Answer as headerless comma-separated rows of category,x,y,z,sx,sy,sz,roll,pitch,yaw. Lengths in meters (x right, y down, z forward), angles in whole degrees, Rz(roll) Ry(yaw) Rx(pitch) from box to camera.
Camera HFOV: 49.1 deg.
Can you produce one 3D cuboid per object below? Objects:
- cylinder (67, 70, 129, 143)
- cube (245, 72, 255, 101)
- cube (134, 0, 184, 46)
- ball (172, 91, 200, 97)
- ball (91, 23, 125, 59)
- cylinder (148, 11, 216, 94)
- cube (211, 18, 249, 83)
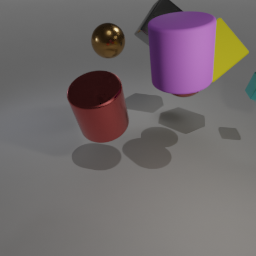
cylinder,-0.751,-0.555,7.451,1.400,1.400,1.400,-5,50,6
cube,4.272,-1.260,8.886,0.700,0.700,0.700,15,32,-3
cube,1.269,-3.670,10.267,1.400,1.400,1.400,33,6,-13
ball,1.611,-1.584,8.043,1.400,1.400,1.400,0,28,0
ball,-0.808,-3.562,11.468,1.400,1.400,1.400,0,28,0
cylinder,1.184,-1.682,6.211,1.400,1.400,1.400,-5,35,4
cube,2.746,-2.415,9.137,1.400,1.400,1.400,-40,0,8
